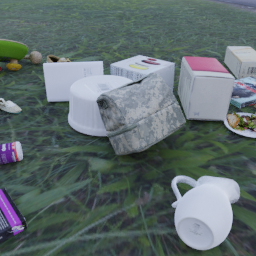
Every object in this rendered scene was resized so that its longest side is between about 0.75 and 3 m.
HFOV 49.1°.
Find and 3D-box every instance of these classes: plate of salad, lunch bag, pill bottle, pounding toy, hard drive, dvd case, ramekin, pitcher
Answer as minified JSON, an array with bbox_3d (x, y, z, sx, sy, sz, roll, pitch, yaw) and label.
[{"bbox_3d":[4.006,-0.186,9.221,1.604,0.385,1.604,0,30,0],"label":"plate of salad"},{"bbox_3d":[0.336,-0.461,7.896,2.149,1.803,1.497,-27,6,-31],"label":"lunch bag"},{"bbox_3d":[-3.386,0.706,7.607,0.945,0.532,0.532,-11,33,-17],"label":"pill bottle"},{"bbox_3d":[-5.904,-3.344,13.921,2.238,1.346,2.900,0,0,21],"label":"pounding toy"},{"bbox_3d":[-2.020,-1.759,10.654,2.185,1.442,0.277,-2,19,0],"label":"hard drive"},{"bbox_3d":[4.873,-1.532,11.546,2.525,0.278,1.843,-14,34,-23],"label":"dvd case"},{"bbox_3d":[-0.774,-0.873,9.454,2.535,1.236,2.535,1,29,-1],"label":"ramekin"},{"bbox_3d":[1.426,1.581,5.791,1.477,1.044,1.722,11,24,27],"label":"pitcher"}]

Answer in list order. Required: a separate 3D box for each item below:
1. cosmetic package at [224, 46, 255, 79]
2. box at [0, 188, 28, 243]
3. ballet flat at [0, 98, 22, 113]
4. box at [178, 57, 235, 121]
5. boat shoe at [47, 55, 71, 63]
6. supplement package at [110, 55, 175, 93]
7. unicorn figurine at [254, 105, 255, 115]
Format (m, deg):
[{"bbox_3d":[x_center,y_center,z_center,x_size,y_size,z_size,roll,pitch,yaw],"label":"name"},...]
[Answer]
[{"bbox_3d":[5.731,-3.246,13.775,1.281,0.904,2.475,1,32,1],"label":"cosmetic package"},{"bbox_3d":[-3.136,2.013,5.670,1.758,0.317,1.257,-21,37,-33],"label":"box"},{"bbox_3d":[-4.497,-0.845,10.290,1.284,0.400,0.433,13,34,20],"label":"ballet flat"},{"bbox_3d":[2.686,-1.495,10.096,1.336,1.568,2.452,3,29,0],"label":"box"},{"bbox_3d":[-3.125,-2.975,13.432,2.330,0.773,0.862,20,37,29],"label":"boat shoe"},{"bbox_3d":[0.577,-1.919,11.122,1.845,1.357,1.764,24,38,36],"label":"supplement package"},{"bbox_3d":[5.184,-0.685,9.904,1.252,0.673,1.823,19,49,11],"label":"unicorn figurine"}]
